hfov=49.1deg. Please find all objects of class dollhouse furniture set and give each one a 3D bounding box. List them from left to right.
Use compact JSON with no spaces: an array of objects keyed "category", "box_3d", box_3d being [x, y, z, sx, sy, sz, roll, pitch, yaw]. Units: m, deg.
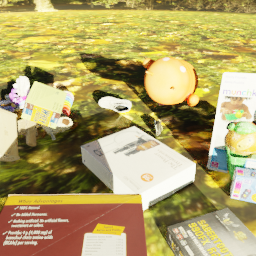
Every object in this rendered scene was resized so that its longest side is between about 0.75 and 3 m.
[{"category":"dollhouse furniture set","box_3d":[-4.230,0.507,8.434,2.149,1.402,2.029,-17,-20,19]}]

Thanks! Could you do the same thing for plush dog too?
[{"category":"plush dog","box_3d":[-2.390,-0.177,9.577,1.311,1.052,1.126,35,22,15]}]

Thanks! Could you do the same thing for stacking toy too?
[{"category":"stacking toy","box_3d":[-2.485,-0.862,11.069,0.637,0.637,1.493,-3,36,-6]}]

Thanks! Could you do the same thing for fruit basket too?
[{"category":"fruit basket","box_3d":[3.437,0.107,6.823,2.603,2.810,1.317,6,34,10]}]

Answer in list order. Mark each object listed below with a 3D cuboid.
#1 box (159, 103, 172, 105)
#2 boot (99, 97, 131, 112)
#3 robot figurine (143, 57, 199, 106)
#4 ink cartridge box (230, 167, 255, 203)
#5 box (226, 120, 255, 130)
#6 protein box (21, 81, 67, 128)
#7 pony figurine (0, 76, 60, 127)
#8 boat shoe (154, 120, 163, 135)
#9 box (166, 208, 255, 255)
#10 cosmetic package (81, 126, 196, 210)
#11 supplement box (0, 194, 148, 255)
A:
[{"category":"box","box_3d":[1.554,-1.444,12.073,0.577,0.532,1.124,-1,28,-3]},{"category":"boot","box_3d":[-0.541,-0.919,11.137,1.336,0.491,0.639,2,22,3]},{"category":"robot figurine","box_3d":[1.263,-1.311,7.917,1.302,1.606,2.232,-13,2,26]},{"category":"ink cartridge box","box_3d":[3.037,1.391,6.627,1.060,0.723,0.404,8,29,14]},{"category":"box","box_3d":[3.757,0.036,9.166,1.112,0.691,0.826,6,29,10]},{"category":"protein box","box_3d":[-2.540,-0.705,8.572,1.040,0.701,1.032,19,42,-15]},{"category":"pony figurine","box_3d":[-3.836,-1.024,10.436,2.212,1.842,2.136,-12,18,9]},{"category":"boat shoe","box_3d":[1.062,-0.028,9.674,0.275,0.326,0.915,-3,26,2]},{"category":"box","box_3d":[1.764,2.392,5.059,1.473,0.449,1.859,-10,30,-18]},{"category":"cosmetic package","box_3d":[0.196,0.948,7.547,1.928,0.661,2.557,-23,36,-31]},{"category":"supplement box","box_3d":[-0.873,2.308,4.058,2.286,1.539,2.318,0,28,-1]}]
